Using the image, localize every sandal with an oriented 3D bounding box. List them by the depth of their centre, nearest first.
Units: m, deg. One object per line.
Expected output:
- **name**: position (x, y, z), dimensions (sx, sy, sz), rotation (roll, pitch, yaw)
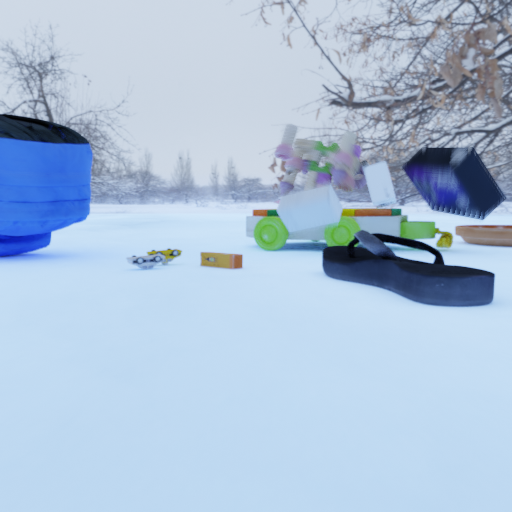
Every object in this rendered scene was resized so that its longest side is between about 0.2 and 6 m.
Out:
- **sandal**: position (1.619, 0.028, 6.272), dimensions (1.068, 0.601, 2.809), rotation (-2, 6, -18)

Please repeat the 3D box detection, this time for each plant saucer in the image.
- **plant saucer**: position (5.808, -0.458, 12.507), dimensions (2.603, 0.420, 2.603), rotation (1, 5, 0)

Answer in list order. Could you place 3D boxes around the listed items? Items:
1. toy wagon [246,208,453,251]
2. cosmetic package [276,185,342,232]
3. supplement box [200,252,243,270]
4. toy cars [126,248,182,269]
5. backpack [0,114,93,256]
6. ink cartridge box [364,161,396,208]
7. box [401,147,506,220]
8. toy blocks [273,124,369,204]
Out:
- **toy wagon**: position (1.920, -0.595, 11.540), dimensions (4.079, 0.807, 3.165), rotation (1, 6, 23)
- **cosmetic package**: position (0.931, -0.817, 9.760), dimensions (0.995, 0.562, 0.404), rotation (-11, 40, 29)
- **supplement box**: position (-0.501, 0.064, 7.977), dimensions (0.660, 0.220, 0.227), rotation (5, 7, 37)
- **toy cars**: position (-1.440, 0.066, 8.012), dimensions (0.469, 0.232, 1.046), rotation (1, 9, 19)
- **backpack**: position (-4.233, -1.221, 9.558), dimensions (2.928, 2.457, 2.379), rotation (9, 16, 28)
- **ink cartridge box**: position (2.310, -1.305, 10.405), dimensions (0.414, 0.710, 0.981), rotation (-15, -3, 15)
- **box**: position (3.663, -1.393, 10.527), dimensions (0.662, 1.186, 1.680), rotation (-44, 18, -3)
- **toy blocks**: position (1.405, -1.715, 12.307), dimensions (1.742, 1.569, 1.864), rotation (12, -10, 24)
